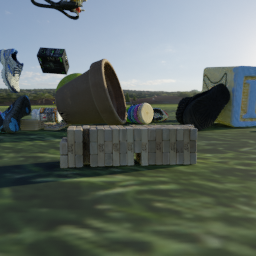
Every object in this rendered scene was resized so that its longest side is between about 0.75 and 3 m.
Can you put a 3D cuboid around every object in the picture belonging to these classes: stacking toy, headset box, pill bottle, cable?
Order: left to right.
[{"bbox_3d":[-3.777,-0.580,13.074,1.265,0.736,0.736,0,6,0],"label":"pill bottle"},{"bbox_3d":[-3.075,-2.793,11.753,1.170,0.543,1.018,5,-34,3],"label":"headset box"},{"bbox_3d":[-2.023,-3.641,8.277,1.614,0.406,0.784,-1,-35,-14],"label":"cable"},{"bbox_3d":[0.069,-0.662,13.396,2.265,0.967,0.967,0,4,44],"label":"stacking toy"}]

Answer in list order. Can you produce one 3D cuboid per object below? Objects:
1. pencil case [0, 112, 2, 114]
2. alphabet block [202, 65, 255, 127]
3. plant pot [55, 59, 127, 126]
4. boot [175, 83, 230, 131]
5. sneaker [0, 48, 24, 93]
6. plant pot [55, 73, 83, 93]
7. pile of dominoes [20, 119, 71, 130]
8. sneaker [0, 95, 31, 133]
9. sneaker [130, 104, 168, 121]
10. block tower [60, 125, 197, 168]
[{"bbox_3d":[-6.376,-0.581,13.380,0.666,0.678,1.586,-8,8,-32],"label":"pencil case"},{"bbox_3d":[4.906,-1.439,12.234,2.499,2.485,2.545,0,11,-16],"label":"alphabet block"},{"bbox_3d":[-1.566,-1.186,11.460,2.374,2.723,2.723,-15,2,14],"label":"plant pot"},{"bbox_3d":[2.511,-0.604,11.004,2.862,1.077,2.139,-33,8,-36],"label":"boot"},{"bbox_3d":[-4.466,-2.275,10.913,0.780,1.831,0.706,-15,-2,6],"label":"sneaker"},{"bbox_3d":[-2.717,-1.541,15.687,2.653,2.653,2.835,-1,20,-14],"label":"plant pot"},{"bbox_3d":[-3.425,-0.231,11.239,1.975,0.403,2.534,0,6,2],"label":"pile of dominoes"},{"bbox_3d":[-4.028,-0.535,9.753,0.832,0.744,2.031,-8,31,10],"label":"sneaker"},{"bbox_3d":[1.043,-0.693,14.648,2.245,0.864,0.953,15,5,32],"label":"sneaker"},{"bbox_3d":[0.054,0.287,4.855,2.374,0.641,0.686,-1,7,-9],"label":"block tower"}]
